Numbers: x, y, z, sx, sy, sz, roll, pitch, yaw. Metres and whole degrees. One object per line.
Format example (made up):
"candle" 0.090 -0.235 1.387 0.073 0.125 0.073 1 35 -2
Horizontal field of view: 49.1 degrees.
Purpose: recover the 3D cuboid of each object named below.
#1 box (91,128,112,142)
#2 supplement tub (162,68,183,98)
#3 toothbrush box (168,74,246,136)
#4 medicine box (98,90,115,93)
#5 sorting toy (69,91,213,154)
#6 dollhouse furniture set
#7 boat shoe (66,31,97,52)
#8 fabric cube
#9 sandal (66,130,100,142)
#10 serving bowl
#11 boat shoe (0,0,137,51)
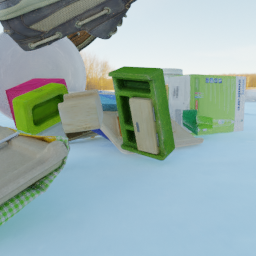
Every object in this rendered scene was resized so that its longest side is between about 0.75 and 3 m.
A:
"box" -0.131 0.113 5.066 1.163 0.188 0.705 26 17 22
"supplement tub" 1.124 -0.908 8.495 1.226 1.695 1.226 0 6 0
"toothbrush box" 1.985 -0.591 7.004 1.933 1.408 0.832 -4 8 -30
"medicine box" -1.575 -0.802 10.189 1.948 1.101 2.138 2 7 13
"sorting toy" 0.495 -0.284 5.511 2.787 0.410 2.060 -4 33 -42
"dollhouse furniture set" -0.723 0.350 2.826 1.497 1.157 2.996 12 33 38
"boat shoe" -1.898 -3.422 10.580 2.773 0.943 0.998 -44 10 -9
"fabric cube" -2.489 -0.713 7.966 1.190 1.167 1.186 3 24 20
"sandal" -0.828 -0.145 5.979 2.548 1.023 0.688 -10 -10 -35
"serving bowl" -2.775 -1.581 8.490 2.920 2.920 0.960 -2 18 -14
"boat shoe" -0.486 -1.812 3.895 2.688 0.985 1.001 -15 47 3
